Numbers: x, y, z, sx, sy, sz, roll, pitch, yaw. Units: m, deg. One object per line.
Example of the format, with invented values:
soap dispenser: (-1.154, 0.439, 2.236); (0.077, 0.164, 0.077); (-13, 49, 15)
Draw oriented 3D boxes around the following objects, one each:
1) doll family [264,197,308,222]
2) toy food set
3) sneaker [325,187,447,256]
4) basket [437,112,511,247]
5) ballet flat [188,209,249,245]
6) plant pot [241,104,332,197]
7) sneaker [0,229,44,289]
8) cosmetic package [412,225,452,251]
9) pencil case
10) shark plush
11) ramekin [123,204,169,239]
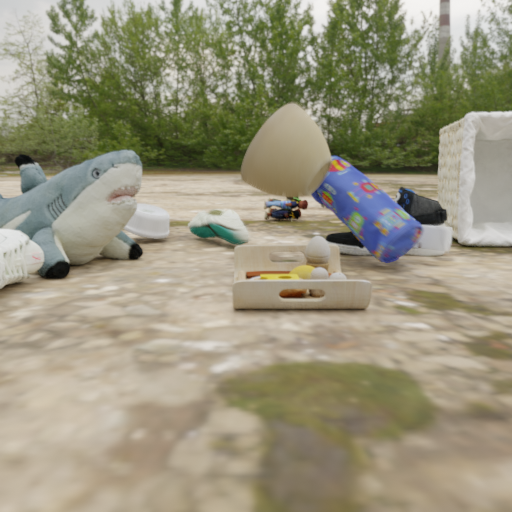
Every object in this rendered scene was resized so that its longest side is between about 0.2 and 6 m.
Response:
doll family: (0.869, -1.335, 15.601); (1.178, 0.800, 2.038); (5, 16, 6)
toy food set: (0.495, 0.163, 7.444); (1.612, 0.678, 2.246); (0, 10, -1)
sneaker: (2.381, -0.664, 10.380); (2.215, 1.239, 0.809); (1, 11, 5)
basket: (5.349, -1.601, 11.786); (2.649, 2.626, 2.131); (0, 8, 2)
ballet flat: (-0.736, -0.685, 11.525); (0.706, 0.706, 1.968); (-8, 11, -36)
plant pot: (0.601, -1.495, 8.839); (0.986, 1.469, 1.469); (38, 23, 14)
sneaker: (-3.498, 0.006, 7.476); (1.347, 1.056, 2.711); (-2, 11, -30)
cosmetic package: (2.829, -0.313, 9.358); (0.780, 0.397, 0.289); (6, 6, 39)
pencil case: (1.746, -0.767, 9.369); (0.845, 0.941, 2.166); (-11, 45, -36)
shark plush: (-3.770, -0.904, 9.883); (4.530, 1.887, 2.058); (8, 13, 38)
ramekin: (-2.290, -0.756, 11.793); (1.022, 0.476, 1.022); (14, 18, -5)
